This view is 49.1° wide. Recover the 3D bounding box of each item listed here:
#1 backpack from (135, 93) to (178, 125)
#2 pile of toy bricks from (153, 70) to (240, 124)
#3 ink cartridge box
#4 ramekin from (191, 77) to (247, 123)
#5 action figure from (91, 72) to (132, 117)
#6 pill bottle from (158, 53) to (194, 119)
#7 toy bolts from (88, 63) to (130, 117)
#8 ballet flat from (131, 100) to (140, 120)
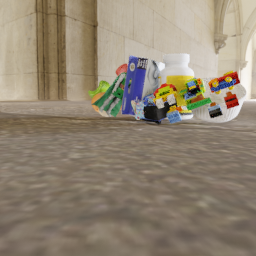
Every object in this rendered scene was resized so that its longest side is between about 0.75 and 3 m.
[{"bbox_3d":[0.898,-0.750,9.825,1.258,0.927,1.378,-26,21,-38],"label":"backpack"},{"bbox_3d":[2.073,-1.072,8.418,2.414,1.339,1.192,-18,39,21],"label":"pile of toy bricks"},{"bbox_3d":[0.721,-1.629,11.470,0.481,2.363,2.368,14,11,34],"label":"ink cartridge box"},{"bbox_3d":[3.155,-1.010,10.185,2.038,0.949,2.038,-2,35,1],"label":"ramekin"},{"bbox_3d":[-0.369,-1.497,11.467,1.294,2.191,0.599,25,19,-37],"label":"action figure"},{"bbox_3d":[1.935,-1.646,11.317,1.422,2.538,1.422,0,7,0],"label":"pill bottle"},{"bbox_3d":[-0.230,-1.394,12.860,2.454,1.702,2.344,-39,-41,21],"label":"toy bolts"},{"bbox_3d":[0.354,-0.704,10.788,0.273,0.854,0.323,-9,32,17],"label":"ballet flat"}]
